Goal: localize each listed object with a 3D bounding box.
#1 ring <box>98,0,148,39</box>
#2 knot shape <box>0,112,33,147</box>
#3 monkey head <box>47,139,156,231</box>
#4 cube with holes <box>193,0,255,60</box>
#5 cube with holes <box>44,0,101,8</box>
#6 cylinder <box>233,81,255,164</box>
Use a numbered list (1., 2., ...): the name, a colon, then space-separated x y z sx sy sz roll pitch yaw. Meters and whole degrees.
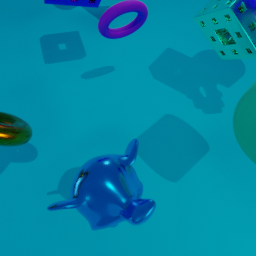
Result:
1. ring: -0.102 -2.275 5.940 1.125 1.125 0.225 -20 80 -13
2. knot shape: -2.333 0.143 3.567 1.798 1.922 0.888 -27 84 -1
3. monkey head: -0.186 0.751 3.417 1.446 1.040 0.871 -37 101 -28
4. cube with holes: 2.452 -2.347 5.932 1.238 1.238 1.238 -46 22 -5
5. cube with holes: -1.128 -3.433 5.766 1.210 1.210 1.210 -7 76 -26
6. cylinder: 2.251 -0.261 3.496 1.390 1.390 1.390 35 50 21
